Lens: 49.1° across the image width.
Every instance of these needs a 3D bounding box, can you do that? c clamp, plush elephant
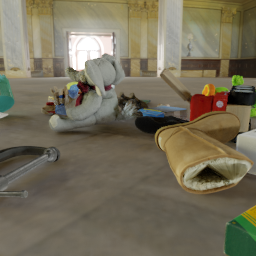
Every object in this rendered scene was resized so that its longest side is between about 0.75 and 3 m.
[{"bbox_3d":[-2.006,0.714,4.915,1.971,0.312,2.307,-2,13,14],"label":"c clamp"},{"bbox_3d":[-1.042,-1.145,8.307,2.620,2.029,2.158,-6,11,19],"label":"plush elephant"}]

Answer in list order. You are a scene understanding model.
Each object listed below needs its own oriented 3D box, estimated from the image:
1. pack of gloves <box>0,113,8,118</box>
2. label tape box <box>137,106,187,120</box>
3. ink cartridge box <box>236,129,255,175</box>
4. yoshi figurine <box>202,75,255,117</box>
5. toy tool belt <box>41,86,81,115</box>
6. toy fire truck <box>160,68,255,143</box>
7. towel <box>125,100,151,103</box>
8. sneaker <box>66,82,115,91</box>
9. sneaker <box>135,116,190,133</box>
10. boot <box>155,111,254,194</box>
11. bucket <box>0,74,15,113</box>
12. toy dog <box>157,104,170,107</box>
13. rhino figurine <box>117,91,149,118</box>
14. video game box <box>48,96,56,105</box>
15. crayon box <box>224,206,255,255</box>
[{"bbox_3d":[-5.032,-0.066,8.441,1.781,0.418,2.120,9,21,12],"label":"pack of gloves"},{"bbox_3d":[1.110,-0.400,9.343,1.462,0.483,1.047,-13,17,-38],"label":"label tape box"},{"bbox_3d":[2.915,0.417,5.168,1.632,0.681,1.185,-12,17,-42],"label":"ink cartridge box"},{"bbox_3d":[4.374,-1.123,10.724,2.734,1.537,1.531,1,28,-8],"label":"yoshi figurine"},{"bbox_3d":[-2.378,-1.168,10.879,2.089,1.284,1.304,5,14,22],"label":"toy tool belt"},{"bbox_3d":[2.120,-0.776,7.953,2.695,1.734,2.372,6,15,22],"label":"toy fire truck"},{"bbox_3d":[0.249,-1.255,13.856,1.309,0.194,1.785,6,12,22],"label":"towel"},{"bbox_3d":[-1.972,-2.025,15.751,2.953,1.118,1.551,-12,29,-21],"label":"sneaker"},{"bbox_3d":[1.054,-0.108,8.117,1.593,0.478,0.831,7,12,16],"label":"sneaker"},{"bbox_3d":[1.629,0.365,5.256,2.047,0.773,2.338,-17,13,-3],"label":"boot"},{"bbox_3d":[-5.083,-1.226,10.489,1.549,1.008,1.549,-25,-17,-8],"label":"bucket"},{"bbox_3d":[1.148,-0.579,10.529,0.951,0.458,0.627,-20,22,-17],"label":"toy dog"},{"bbox_3d":[0.006,-0.869,10.672,0.989,0.676,2.262,37,-7,-27],"label":"rhino figurine"},{"bbox_3d":[-3.085,-1.345,13.802,1.631,0.382,1.486,-3,10,-15],"label":"video game box"},{"bbox_3d":[1.802,1.167,2.523,0.965,0.386,1.519,-10,16,-38],"label":"crayon box"}]
